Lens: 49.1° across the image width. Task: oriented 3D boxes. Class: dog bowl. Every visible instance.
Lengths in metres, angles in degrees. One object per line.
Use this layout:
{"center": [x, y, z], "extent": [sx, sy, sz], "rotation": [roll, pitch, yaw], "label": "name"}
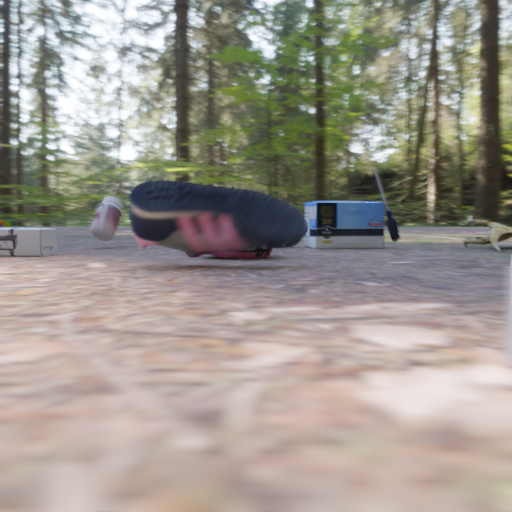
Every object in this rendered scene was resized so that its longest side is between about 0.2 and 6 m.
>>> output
{"center": [-0.327, -0.320, 8.998], "extent": [1.417, 0.522, 1.417], "rotation": [6, 11, -1], "label": "dog bowl"}

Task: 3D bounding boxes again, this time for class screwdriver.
{"center": [2.711, -1.075, 11.731], "extent": [0.225, 1.610, 0.234], "rotation": [-17, 5, 12], "label": "screwdriver"}

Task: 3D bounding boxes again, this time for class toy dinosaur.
{"center": [5.083, -0.492, 11.889], "extent": [1.206, 0.694, 2.386], "rotation": [5, 6, 41], "label": "toy dinosaur"}

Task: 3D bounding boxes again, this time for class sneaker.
{"center": [-0.501, -0.355, 7.263], "extent": [2.254, 0.925, 0.791], "rotation": [11, 44, -2], "label": "sneaker"}

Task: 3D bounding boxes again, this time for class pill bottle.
{"center": [-3.203, -0.816, 12.060], "extent": [0.514, 0.901, 0.514], "rotation": [5, -38, 4], "label": "pill bottle"}

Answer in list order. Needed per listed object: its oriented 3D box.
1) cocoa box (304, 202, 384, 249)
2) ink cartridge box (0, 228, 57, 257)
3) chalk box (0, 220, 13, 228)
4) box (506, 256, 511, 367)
{"center": [1.871, -0.669, 12.054], "extent": [1.514, 0.994, 1.010], "rotation": [-1, 4, -10], "label": "cocoa box"}
{"center": [-4.048, -0.239, 9.483], "extent": [1.134, 0.473, 0.824], "rotation": [0, 4, -2], "label": "ink cartridge box"}
{"center": [-5.356, -0.432, 11.512], "extent": [0.989, 0.613, 0.617], "rotation": [-2, 3, -36], "label": "chalk box"}
{"center": [1.295, 0.230, 2.180], "extent": [0.534, 0.491, 0.280], "rotation": [1, 6, 7], "label": "box"}
